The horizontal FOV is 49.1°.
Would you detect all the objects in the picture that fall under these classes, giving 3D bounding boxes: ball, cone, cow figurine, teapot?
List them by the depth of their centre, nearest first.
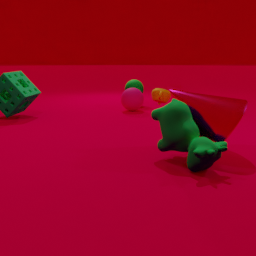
[{"bbox_3d":[1.143,0.105,5.392,0.805,1.467,1.443,-12,-3,-30],"label":"cow figurine"},{"bbox_3d":[1.481,-0.410,6.036,1.453,1.447,1.447,35,19,3],"label":"cone"},{"bbox_3d":[0.174,-1.142,11.160,0.918,0.918,0.918,0,14,0],"label":"ball"},{"bbox_3d":[1.309,-1.224,11.204,0.780,0.614,1.255,13,-2,9],"label":"teapot"},{"bbox_3d":[0.279,-1.724,12.396,0.832,0.832,0.832,0,14,0],"label":"ball"}]

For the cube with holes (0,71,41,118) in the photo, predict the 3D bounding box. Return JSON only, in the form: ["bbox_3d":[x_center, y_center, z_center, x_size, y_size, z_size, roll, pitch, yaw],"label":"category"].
[{"bbox_3d":[-3.996,-1.209,9.832,1.067,1.067,1.067,-41,4,19],"label":"cube with holes"}]
